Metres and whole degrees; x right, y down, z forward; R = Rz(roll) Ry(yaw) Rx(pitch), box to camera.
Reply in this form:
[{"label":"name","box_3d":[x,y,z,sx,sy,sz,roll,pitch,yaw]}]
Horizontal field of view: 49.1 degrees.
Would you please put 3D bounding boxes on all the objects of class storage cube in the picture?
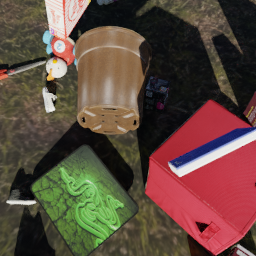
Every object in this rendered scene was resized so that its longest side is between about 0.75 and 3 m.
[{"label":"storage cube","box_3d":[2.194,1.312,7.364,2.847,2.434,2.560,-40,65,-22]}]

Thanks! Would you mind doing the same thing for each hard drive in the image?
[{"label":"hard drive","box_3d":[1.604,0.433,5.437,1.620,1.069,0.206,-26,88,0]}]

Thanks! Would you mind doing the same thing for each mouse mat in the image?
[{"label":"mouse mat","box_3d":[-1.303,2.002,8.062,2.192,0.103,2.724,-38,69,-12]}]

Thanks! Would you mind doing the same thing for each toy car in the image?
[{"label":"toy car","box_3d":[-2.616,-2.528,10.544,1.490,1.430,1.617,23,72,1]}]

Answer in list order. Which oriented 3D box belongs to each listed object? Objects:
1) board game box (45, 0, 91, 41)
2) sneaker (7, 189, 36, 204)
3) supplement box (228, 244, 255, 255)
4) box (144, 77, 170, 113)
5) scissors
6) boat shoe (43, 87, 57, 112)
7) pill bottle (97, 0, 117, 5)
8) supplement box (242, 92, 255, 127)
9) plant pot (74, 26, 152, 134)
[{"label":"board game box","box_3d":[-1.612,-4.245,8.521,0.583,1.907,2.518,26,72,-2]},{"label":"sneaker","box_3d":[-3.087,1.996,8.190,0.850,0.301,0.422,1,62,6]},{"label":"supplement box","box_3d":[2.667,3.891,6.851,0.938,0.525,1.724,33,62,18]},{"label":"box","box_3d":[0.984,-1.140,9.711,0.730,1.105,0.634,17,58,10]},{"label":"scissors","box_3d":[-4.650,-2.068,10.887,2.890,0.201,1.057,-7,55,-6]},{"label":"boat shoe","box_3d":[-2.787,-1.067,10.098,0.446,0.386,1.046,-13,61,-8]},{"label":"pill bottle","box_3d":[-0.910,-6.242,13.248,1.130,0.634,0.634,-29,62,-17]},{"label":"supplement box","box_3d":[4.806,-0.028,8.898,0.723,1.292,2.375,-21,61,-12]},{"label":"plant pot","box_3d":[-0.558,-1.361,9.136,2.658,2.658,2.631,2,65,1]}]
